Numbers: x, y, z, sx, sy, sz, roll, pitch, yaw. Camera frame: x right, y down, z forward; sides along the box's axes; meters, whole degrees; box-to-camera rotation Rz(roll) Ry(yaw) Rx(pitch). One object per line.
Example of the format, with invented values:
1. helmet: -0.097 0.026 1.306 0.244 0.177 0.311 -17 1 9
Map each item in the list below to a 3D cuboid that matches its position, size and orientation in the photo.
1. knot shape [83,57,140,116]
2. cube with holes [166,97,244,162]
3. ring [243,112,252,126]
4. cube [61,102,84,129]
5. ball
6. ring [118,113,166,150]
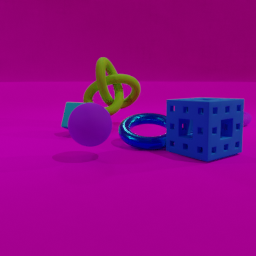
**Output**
1. knot shape: -0.424 -1.203 8.989 1.774 1.895 0.876 13 -6 -32
2. cube with holes: 1.571 -0.044 5.800 1.101 1.101 1.101 -7 11 -35
3. ring: 3.249 -0.381 9.470 1.733 0.347 1.733 1 14 0
4. cube: -1.278 -0.261 7.636 0.700 0.700 0.700 5 -11 26
5. ball: -0.725 -0.063 5.379 0.847 0.847 0.847 0 10 0
6. ring: 0.502 0.045 6.617 1.473 0.295 1.473 -1 29 0
